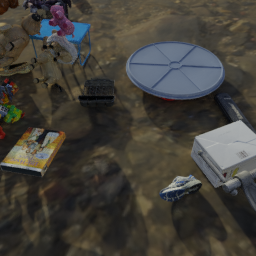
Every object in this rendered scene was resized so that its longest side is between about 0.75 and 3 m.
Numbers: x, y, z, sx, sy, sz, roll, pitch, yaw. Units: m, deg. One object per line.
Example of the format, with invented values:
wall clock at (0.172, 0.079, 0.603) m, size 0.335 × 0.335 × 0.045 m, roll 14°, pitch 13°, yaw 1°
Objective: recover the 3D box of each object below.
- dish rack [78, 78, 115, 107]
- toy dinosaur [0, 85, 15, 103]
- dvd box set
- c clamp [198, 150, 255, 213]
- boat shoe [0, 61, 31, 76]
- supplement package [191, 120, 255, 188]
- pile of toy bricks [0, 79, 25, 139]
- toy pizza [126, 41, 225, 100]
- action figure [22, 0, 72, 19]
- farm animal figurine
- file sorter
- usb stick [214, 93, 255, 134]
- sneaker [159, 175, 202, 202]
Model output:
dish rack at (-0.866, -1.114, 8.164) m, size 1.019 × 0.362 × 1.328 m, roll 1°, pitch 46°, yaw 0°
toy dinosaur at (-4.008, -0.668, 6.802) m, size 2.233 × 2.460 × 1.292 m, roll -10°, pitch 20°, yaw 0°
dvd box set at (-1.934, 0.458, 5.824) m, size 0.879 × 0.177 × 1.201 m, roll 8°, pitch 40°, yaw 10°
c clamp at (3.056, 0.975, 5.481) m, size 2.627 × 0.356 × 2.245 m, roll -13°, pitch 54°, yaw -17°
boat shoe at (-3.654, -1.918, 8.917) m, size 1.060 × 0.332 × 0.389 m, roll -11°, pitch 48°, yaw -10°
supplement package at (2.277, 0.565, 6.346) m, size 1.287 × 0.714 × 1.002 m, roll -19°, pitch 49°, yaw -16°
pile of toy bricks at (-3.170, -0.473, 7.365) m, size 0.873 × 0.981 × 1.769 m, roll 31°, pitch 29°, yaw -24°
toy pizza at (1.434, -1.772, 8.690) m, size 2.993 × 0.474 × 2.993 m, roll 0°, pitch 46°, yaw 0°
action figure at (-3.454, -5.071, 11.637) m, size 2.081 × 0.722 × 1.354 m, roll 7°, pitch 54°, yaw 11°
farm animal figurine at (-2.691, -2.553, 8.164) m, size 2.892 × 2.335 × 1.454 m, roll 20°, pitch 30°, yaw 9°
file sorter at (-2.155, -2.801, 9.274) m, size 1.655 × 1.016 × 1.149 m, roll 9°, pitch 48°, yaw 9°
usb stick at (2.842, -0.316, 7.463) m, size 0.489 × 0.287 × 1.763 m, roll -10°, pitch 48°, yaw -8°
sneaker at (1.076, 1.264, 6.007) m, size 0.969 × 0.373 × 0.413 m, roll -11°, pitch 38°, yaw -20°
